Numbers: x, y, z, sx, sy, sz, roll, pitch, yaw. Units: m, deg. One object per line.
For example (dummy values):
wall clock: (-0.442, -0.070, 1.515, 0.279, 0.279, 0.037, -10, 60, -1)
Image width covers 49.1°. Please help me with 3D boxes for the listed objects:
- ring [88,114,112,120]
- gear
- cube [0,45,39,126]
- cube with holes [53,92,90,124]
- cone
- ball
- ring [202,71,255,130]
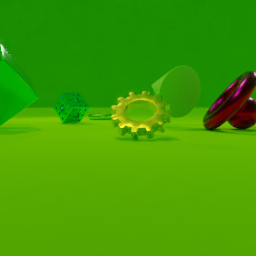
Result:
ring: (-1.131, -0.495, 12.251, 1.232, 0.246, 1.232, 0, 4, 0)
gear: (0.233, -0.254, 5.112, 1.083, 0.200, 1.083, -4, 46, 4)
cube: (-3.311, -1.095, 7.162, 1.304, 1.304, 1.304, -37, 40, -3)
cube with holes: (-1.919, -0.689, 9.507, 0.744, 0.744, 0.744, -5, 52, -49)
cone: (1.069, -1.126, 8.009, 1.393, 1.393, 1.399, -3, 17, -30)
ball: (2.830, -0.382, 6.932, 0.833, 0.833, 0.833, 0, 4, 0)
ring: (2.442, -0.654, 6.756, 0.345, 1.726, 1.726, 40, 8, 3)
